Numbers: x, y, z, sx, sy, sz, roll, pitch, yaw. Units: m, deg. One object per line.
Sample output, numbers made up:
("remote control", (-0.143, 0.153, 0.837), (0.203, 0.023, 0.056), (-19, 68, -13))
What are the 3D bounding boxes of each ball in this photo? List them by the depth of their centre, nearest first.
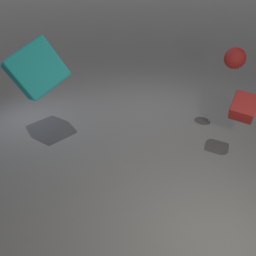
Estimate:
("ball", (3.521, -2.295, 9.219), (0.700, 0.700, 0.700), (0, 29, 0))

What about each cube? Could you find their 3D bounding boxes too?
("cube", (3.477, -0.616, 8.406), (0.700, 0.700, 0.700), (20, 77, 22))
("cube", (-2.892, -1.822, 8.717), (1.400, 1.400, 1.400), (-42, 24, -15))
